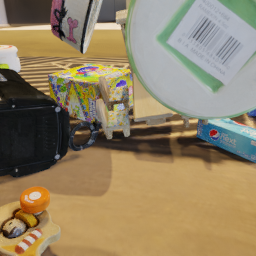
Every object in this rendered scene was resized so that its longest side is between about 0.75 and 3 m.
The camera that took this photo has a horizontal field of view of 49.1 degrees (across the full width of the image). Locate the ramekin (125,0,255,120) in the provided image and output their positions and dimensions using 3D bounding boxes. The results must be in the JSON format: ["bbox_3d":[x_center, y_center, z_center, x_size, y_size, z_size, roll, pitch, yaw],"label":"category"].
[{"bbox_3d":[0.814,-0.950,2.741,1.790,1.790,0.874,3,24,7],"label":"ramekin"}]

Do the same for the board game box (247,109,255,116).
[{"bbox_3d":[5.048,-1.071,8.943,2.901,0.629,2.887,4,25,8],"label":"board game box"}]

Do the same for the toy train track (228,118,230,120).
[{"bbox_3d":[2.625,-0.392,7.741,1.468,0.416,2.559,-2,25,-3],"label":"toy train track"}]

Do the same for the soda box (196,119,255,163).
[{"bbox_3d":[2.359,0.179,6.351,0.545,0.515,1.606,-18,31,-34],"label":"soda box"}]

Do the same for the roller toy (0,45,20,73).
[{"bbox_3d":[-5.869,-3.151,12.768,1.814,1.268,1.655,11,27,22],"label":"roller toy"}]

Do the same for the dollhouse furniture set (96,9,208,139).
[{"bbox_3d":[0.480,-1.411,6.714,2.402,1.820,2.740,-8,48,8],"label":"dollhouse furniture set"}]

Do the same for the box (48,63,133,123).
[{"bbox_3d":[-1.022,-1.118,8.439,1.824,1.155,1.894,16,29,29],"label":"box"}]

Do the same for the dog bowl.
[{"bbox_3d":[-1.102,-2.959,6.476,0.843,2.287,2.287,17,23,-8],"label":"dog bowl"}]

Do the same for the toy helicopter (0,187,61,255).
[{"bbox_3d":[-1.301,1.510,3.341,1.097,0.655,1.659,-11,35,-30],"label":"toy helicopter"}]

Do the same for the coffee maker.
[{"bbox_3d":[-2.490,-0.194,6.123,2.602,1.824,2.709,20,9,-41],"label":"coffee maker"}]
